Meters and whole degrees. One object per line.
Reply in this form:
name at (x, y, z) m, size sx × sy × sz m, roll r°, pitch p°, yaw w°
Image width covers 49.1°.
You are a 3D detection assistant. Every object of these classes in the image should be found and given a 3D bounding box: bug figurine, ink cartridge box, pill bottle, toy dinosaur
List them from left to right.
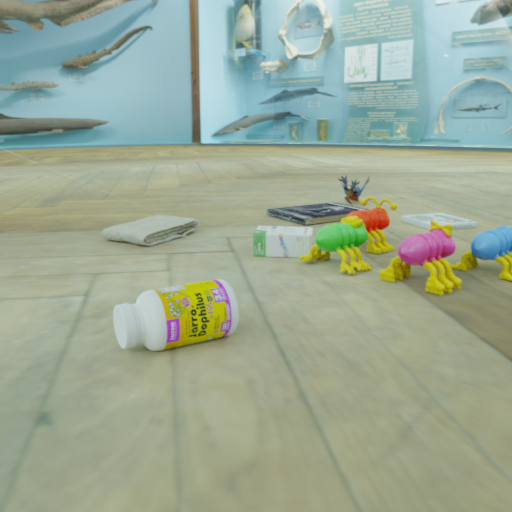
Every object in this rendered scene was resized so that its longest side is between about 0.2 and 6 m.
pill bottle at (-0.908, 0.686, 6.351) m, size 1.308 × 0.682 × 0.682 m, roll -9°, pitch 17°, yaw -28°
ink cartridge box at (0.513, -0.268, 10.490) m, size 1.064 × 0.447 × 0.771 m, roll 2°, pitch 15°, yaw 7°
toy dinosaur at (2.688, -1.783, 16.095) m, size 0.772 × 1.470 × 1.334 m, roll 13°, pitch -25°, yaw 23°
bug figurine at (2.576, -0.293, 9.604) m, size 3.673 × 0.945 × 2.848 m, roll 14°, pitch 20°, yaw 42°

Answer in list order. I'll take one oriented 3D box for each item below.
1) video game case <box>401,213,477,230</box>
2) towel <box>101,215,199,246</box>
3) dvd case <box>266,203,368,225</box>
video game case at (4.277, -0.813, 13.184) m, size 1.192 × 0.155 × 1.309 m, roll -5°, pitch 16°, yaw -18°
towel at (-2.197, -0.549, 11.883) m, size 1.245 × 0.324 × 1.878 m, roll 7°, pitch 17°, yaw 32°
dvd case at (1.631, -1.088, 14.205) m, size 2.230 × 0.178 × 1.658 m, roll -9°, pitch 17°, yaw -32°
